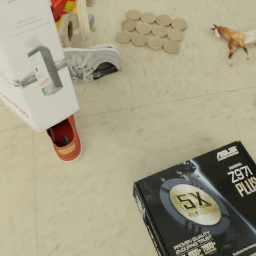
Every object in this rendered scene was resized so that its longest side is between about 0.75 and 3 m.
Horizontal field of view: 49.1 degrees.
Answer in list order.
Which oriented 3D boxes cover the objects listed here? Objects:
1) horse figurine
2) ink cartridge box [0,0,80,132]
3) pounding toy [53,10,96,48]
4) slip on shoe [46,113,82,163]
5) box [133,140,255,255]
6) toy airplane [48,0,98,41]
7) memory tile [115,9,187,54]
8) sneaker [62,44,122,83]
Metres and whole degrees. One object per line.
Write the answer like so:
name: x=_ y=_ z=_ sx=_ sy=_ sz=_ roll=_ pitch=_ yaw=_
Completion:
horse figurine: x=4.054 y=-2.765 z=9.079 sx=2.419 sy=0.604 sz=1.603 roll=-6 pitch=57 yaw=3
ink cartridge box: x=-1.995 y=-1.355 z=5.122 sx=1.022 sy=2.411 sz=1.756 roll=-33 pitch=44 yaw=-29
pounding toy: x=-2.261 y=-3.693 z=9.269 sx=2.276 sy=1.185 sz=2.591 roll=6 pitch=62 yaw=3
slip on shoe: x=-1.947 y=-0.274 z=7.688 sx=0.954 sy=0.788 sz=2.576 roll=-22 pitch=63 yaw=-9
box: x=1.783 y=1.870 z=6.313 sx=2.743 sy=1.181 sz=2.246 roll=-19 pitch=63 yaw=-10
toy airplane: x=-1.147 y=-3.170 z=6.448 sx=1.281 sy=1.816 sz=1.808 roll=-8 pitch=41 yaw=-47
memory tile: x=0.820 y=-3.346 z=9.656 sx=2.231 sy=0.187 sz=1.710 roll=14 pitch=63 yaw=8
sneaker: x=-1.376 y=-1.803 z=8.328 sx=2.559 sy=0.956 sz=1.049 roll=-19 pitch=55 yaw=-11
